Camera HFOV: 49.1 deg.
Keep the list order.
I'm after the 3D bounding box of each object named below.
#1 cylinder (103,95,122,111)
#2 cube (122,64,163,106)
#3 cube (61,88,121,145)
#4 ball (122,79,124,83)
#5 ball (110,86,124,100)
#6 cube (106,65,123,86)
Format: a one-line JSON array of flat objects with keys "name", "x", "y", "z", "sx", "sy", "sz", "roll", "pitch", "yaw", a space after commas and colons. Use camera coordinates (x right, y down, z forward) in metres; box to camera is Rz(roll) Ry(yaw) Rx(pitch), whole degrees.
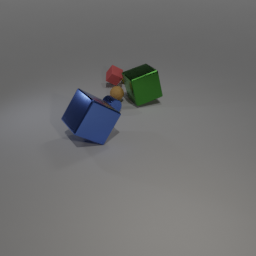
[{"name": "cylinder", "x": -0.766, "y": -1.091, "z": 13.016, "sx": 0.700, "sy": 0.700, "sz": 0.700, "roll": -19, "pitch": 34, "yaw": -30}, {"name": "cube", "x": 0.688, "y": -2.143, "z": 13.765, "sx": 1.400, "sy": 1.400, "sz": 1.400, "roll": -22, "pitch": 32, "yaw": -10}, {"name": "cube", "x": -1.410, "y": -0.429, "z": 10.587, "sx": 1.400, "sy": 1.400, "sz": 1.400, "roll": 24, "pitch": 10, "yaw": -41}, {"name": "ball", "x": -0.067, "y": -2.945, "z": 16.326, "sx": 0.700, "sy": 0.700, "sz": 0.700, "roll": 0, "pitch": 29, "yaw": 0}, {"name": "ball", "x": -0.547, "y": -1.721, "z": 13.873, "sx": 0.700, "sy": 0.700, "sz": 0.700, "roll": 0, "pitch": 29, "yaw": 0}, {"name": "cube", "x": -0.759, "y": -2.926, "z": 15.568, "sx": 0.700, "sy": 0.700, "sz": 0.700, "roll": 20, "pitch": 50, "yaw": -27}]
